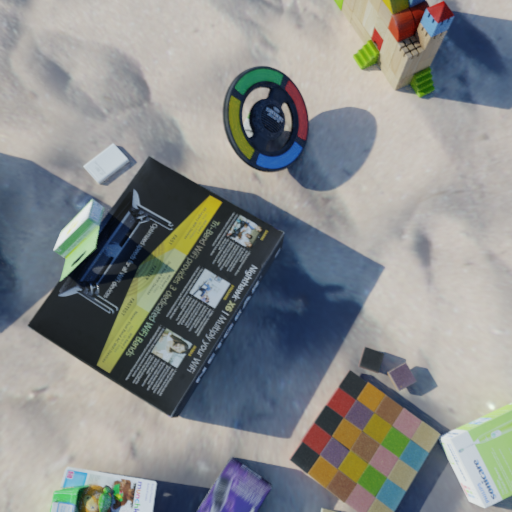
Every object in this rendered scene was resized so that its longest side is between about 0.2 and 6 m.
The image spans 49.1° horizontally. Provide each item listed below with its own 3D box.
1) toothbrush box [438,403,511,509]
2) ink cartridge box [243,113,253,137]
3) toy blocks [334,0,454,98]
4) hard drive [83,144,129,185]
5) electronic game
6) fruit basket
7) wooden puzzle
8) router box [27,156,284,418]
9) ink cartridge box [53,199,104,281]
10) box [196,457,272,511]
[{"bbox_3d":[4.086,3.262,9.338,1.592,0.685,1.159,-23,76,-7],"label":"toothbrush box"},{"bbox_3d":[-0.142,-2.369,11.031,0.310,0.538,0.736,23,75,4],"label":"ink cartridge box"},{"bbox_3d":[2.686,-4.808,10.951,1.485,2.032,2.972,-26,75,-7],"label":"toy blocks"},{"bbox_3d":[-2.970,-1.825,11.106,0.750,0.100,0.495,-41,78,-10],"label":"hard drive"},{"bbox_3d":[0.224,-2.595,10.681,1.997,0.416,1.997,-1,92,-35],"label":"electronic game"},{"bbox_3d":[-2.495,4.283,8.874,1.700,0.797,1.575,1,73,22],"label":"fruit basket"},{"bbox_3d":[1.866,3.250,9.585,1.880,0.223,3.170,35,77,9],"label":"wooden puzzle"},{"bbox_3d":[-1.658,0.498,9.976,2.919,0.970,3.712,31,76,8],"label":"router box"},{"bbox_3d":[-3.094,-0.292,9.669,0.962,1.323,0.317,-40,118,19],"label":"ink cartridge box"},{"bbox_3d":[-0.386,4.023,9.174,0.834,0.588,1.128,32,76,8],"label":"box"}]
